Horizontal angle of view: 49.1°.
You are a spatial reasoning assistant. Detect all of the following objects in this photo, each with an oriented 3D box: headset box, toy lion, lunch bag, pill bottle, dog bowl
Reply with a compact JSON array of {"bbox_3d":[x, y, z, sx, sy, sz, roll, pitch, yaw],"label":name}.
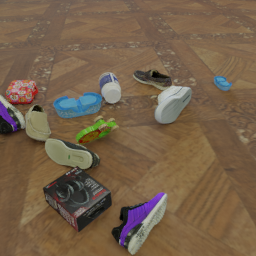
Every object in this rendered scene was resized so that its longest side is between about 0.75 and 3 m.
[{"bbox_3d":[-1.390,2.022,8.053,1.720,0.664,1.280,29,45,35],"label":"headset box"},{"bbox_3d":[-1.189,0.153,10.284,0.488,1.361,1.420,59,20,17],"label":"toy lion"},{"bbox_3d":[-4.894,-1.730,13.140,1.345,0.626,1.527,-2,37,-3],"label":"lunch bag"},{"bbox_3d":[-0.831,-1.871,13.097,0.917,0.917,1.585,-7,37,-9],"label":"pill bottle"},{"bbox_3d":[4.762,-2.255,14.146,0.636,0.283,1.141,-7,38,-9],"label":"dog bowl"},{"bbox_3d":[-2.152,-0.982,12.235,2.083,0.516,1.161,-13,38,-16],"label":"dog bowl"}]

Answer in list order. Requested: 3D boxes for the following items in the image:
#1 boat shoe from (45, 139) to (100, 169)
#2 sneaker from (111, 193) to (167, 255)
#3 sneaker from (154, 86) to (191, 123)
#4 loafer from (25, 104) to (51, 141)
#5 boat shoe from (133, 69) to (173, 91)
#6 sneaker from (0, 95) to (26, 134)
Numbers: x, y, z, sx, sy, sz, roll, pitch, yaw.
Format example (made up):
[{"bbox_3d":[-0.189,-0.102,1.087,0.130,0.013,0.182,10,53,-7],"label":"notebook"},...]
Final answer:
[{"bbox_3d":[-1.971,0.888,9.689,2.198,0.789,0.743,16,9,28],"label":"boat shoe"},{"bbox_3d":[0.296,2.331,7.608,0.992,0.693,1.995,22,42,28],"label":"sneaker"},{"bbox_3d":[1.728,-1.023,12.004,1.052,1.085,2.972,12,28,30],"label":"sneaker"},{"bbox_3d":[-3.511,-0.252,10.855,0.823,0.743,2.176,11,25,-37],"label":"loafer"},{"bbox_3d":[1.260,-2.601,14.197,2.368,0.767,0.852,30,46,34],"label":"boat shoe"},{"bbox_3d":[-5.398,-0.544,11.292,2.659,0.924,1.323,29,46,33],"label":"sneaker"}]
